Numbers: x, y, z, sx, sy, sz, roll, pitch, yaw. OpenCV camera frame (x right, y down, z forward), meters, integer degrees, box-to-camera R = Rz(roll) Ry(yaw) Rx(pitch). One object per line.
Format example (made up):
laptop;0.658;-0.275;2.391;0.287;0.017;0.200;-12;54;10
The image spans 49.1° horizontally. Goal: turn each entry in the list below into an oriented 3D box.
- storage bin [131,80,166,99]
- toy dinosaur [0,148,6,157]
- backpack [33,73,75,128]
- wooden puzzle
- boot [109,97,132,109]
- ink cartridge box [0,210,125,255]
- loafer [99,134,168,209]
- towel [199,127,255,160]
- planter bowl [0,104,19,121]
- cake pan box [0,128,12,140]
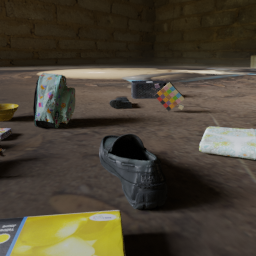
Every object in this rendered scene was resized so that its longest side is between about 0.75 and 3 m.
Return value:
storage bin;1.194;-2.270;16.399;1.959;0.918;1.324;-2;15;-3
toy dinosaur;-3.646;0.878;6.145;2.168;1.138;1.968;-36;11;34
backpack;-2.672;-1.053;10.238;1.450;1.891;1.663;0;15;0
wooden puzzle;1.788;-1.363;12.171;0.964;1.626;0.114;-39;8;35
boot;-0.446;-1.292;13.732;1.100;0.438;1.334;8;18;-14
ink cartridge box;-1.064;1.718;3.054;2.142;0.509;2.167;-1;14;-6
loafer;0.026;0.589;5.980;1.004;1.038;2.958;-5;16;-17
towel;2.913;0.392;7.878;1.552;0.437;1.814;3;16;21
planter bowl;-4.987;-0.589;11.112;1.286;0.536;1.286;0;16;0
cake pan box;-4.239;0.202;8.892;0.774;0.220;0.840;-1;14;3
